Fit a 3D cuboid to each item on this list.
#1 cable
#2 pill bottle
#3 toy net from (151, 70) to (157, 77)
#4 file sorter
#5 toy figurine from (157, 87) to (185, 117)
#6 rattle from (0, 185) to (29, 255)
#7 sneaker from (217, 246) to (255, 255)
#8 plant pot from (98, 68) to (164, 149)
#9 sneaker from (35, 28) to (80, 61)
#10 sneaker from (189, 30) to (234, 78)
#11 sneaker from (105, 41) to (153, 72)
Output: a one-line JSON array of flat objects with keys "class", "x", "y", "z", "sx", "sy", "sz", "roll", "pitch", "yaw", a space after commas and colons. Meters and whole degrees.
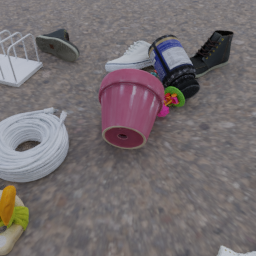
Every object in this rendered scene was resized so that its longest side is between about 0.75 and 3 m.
[{"class": "cable", "x": -2.658, "y": 0.426, "z": 7.385, "sx": 2.147, "sy": 0.743, "sz": 2.147, "roll": -5, "pitch": 44, "yaw": -4}, {"class": "pill bottle", "x": 1.553, "y": -1.987, "z": 9.385, "sx": 1.162, "sy": 1.162, "sz": 2.078, "roll": -15, "pitch": 67, "yaw": -16}, {"class": "toy net", "x": 0.838, "y": -2.060, "z": 10.423, "sx": 1.648, "sy": 0.318, "sz": 0.864, "roll": 3, "pitch": 43, "yaw": 3}, {"class": "file sorter", "x": -4.706, "y": -2.728, "z": 10.336, "sx": 2.312, "sy": 1.440, "sz": 1.604, "roll": 14, "pitch": 44, "yaw": 15}, {"class": "toy figurine", "x": 1.111, "y": -0.753, "z": 8.835, "sx": 0.930, "sy": 0.759, "sz": 1.011, "roll": -41, "pitch": 34, "yaw": -25}, {"class": "rattle", "x": -3.218, "y": 1.602, "z": 5.564, "sx": 2.198, "sy": 1.570, "sz": 1.431, "roll": 19, "pitch": 67, "yaw": 10}, {"class": "sneaker", "x": 2.210, "y": 2.452, "z": 5.282, "sx": 1.531, "sy": 0.564, "sz": 0.885, "roll": -31, "pitch": 54, "yaw": -28}, {"class": "plant pot", "x": 0.022, "y": -0.411, "z": 7.687, "sx": 1.850, "sy": 1.850, "sz": 1.656, "roll": 6, "pitch": 58, "yaw": 6}, {"class": "sneaker", "x": -2.641, "y": -3.594, "z": 11.662, "sx": 2.387, "sy": 0.893, "sz": 1.268, "roll": 27, "pitch": 51, "yaw": 28}, {"class": "sneaker", "x": 2.856, "y": -2.827, "z": 10.503, "sx": 2.517, "sy": 1.337, "sz": 0.941, "roll": -25, "pitch": 48, "yaw": -25}, {"class": "sneaker", "x": 0.334, "y": -2.762, "z": 10.550, "sx": 2.759, "sy": 0.977, "sz": 1.008, "roll": -21, "pitch": 22, "yaw": -28}]
